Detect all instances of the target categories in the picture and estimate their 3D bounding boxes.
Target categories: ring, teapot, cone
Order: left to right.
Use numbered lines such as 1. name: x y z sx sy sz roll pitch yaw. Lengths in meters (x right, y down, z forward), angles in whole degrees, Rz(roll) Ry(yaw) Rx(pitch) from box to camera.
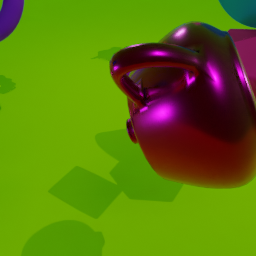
1. ring: -3.004 -2.628 5.592 1.933 1.933 0.387 6 10 7
2. teapot: 0.483 -0.092 2.242 0.984 2.011 1.250 -19 65 22
3. cone: 2.247 -2.406 3.940 1.470 1.465 1.465 -34 51 -22

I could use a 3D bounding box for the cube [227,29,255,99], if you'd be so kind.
1. cube: 1.707 -0.730 4.008 0.953 0.953 0.953 -47 40 -16

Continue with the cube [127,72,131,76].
1. cube: 0.537 -0.627 3.516 0.844 0.844 0.844 -19 14 39
